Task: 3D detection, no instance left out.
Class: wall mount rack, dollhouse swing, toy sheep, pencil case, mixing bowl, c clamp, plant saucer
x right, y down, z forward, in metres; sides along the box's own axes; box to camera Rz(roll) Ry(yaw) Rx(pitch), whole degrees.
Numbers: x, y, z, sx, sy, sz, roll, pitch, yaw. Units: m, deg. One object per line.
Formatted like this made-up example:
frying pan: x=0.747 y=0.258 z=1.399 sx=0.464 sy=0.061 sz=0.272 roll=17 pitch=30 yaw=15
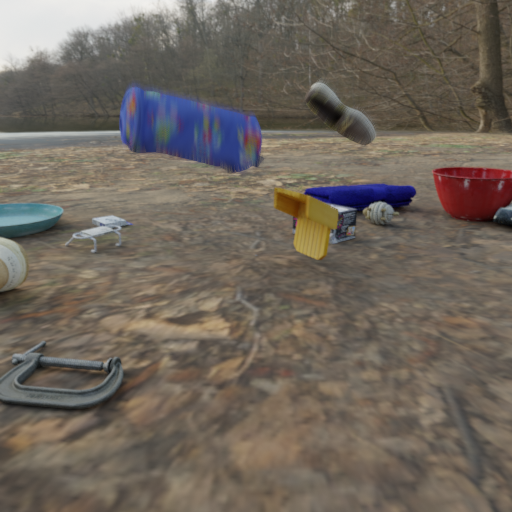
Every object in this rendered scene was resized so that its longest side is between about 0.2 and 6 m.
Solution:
wall mount rack: x=-3.159 y=-0.342 z=10.834 sx=0.913 sy=0.392 sz=1.050 roll=16 pitch=22 yaw=34
dollhouse swing: x=0.735 y=-0.536 z=9.474 sx=0.943 sy=0.912 sz=1.038 roll=19 pitch=5 yaw=-35
toy sheep: x=2.806 y=-0.954 z=12.632 sx=0.835 sy=0.575 sz=0.575 roll=13 pitch=20 yaw=34
pencil case: x=-1.160 y=-2.221 z=10.212 sx=2.641 sy=1.147 sz=1.030 roll=7 pitch=16 yaw=-30
mixing bowl: x=5.197 y=-1.447 z=13.295 sx=2.042 sy=1.106 sz=2.042 roll=0 pitch=15 yaw=0
c clamp: x=-1.988 y=1.180 z=5.777 sx=1.447 sy=0.196 sz=1.236 roll=4 pitch=17 yaw=16
plant saucer: x=-5.570 y=-0.763 z=12.299 sx=2.572 sy=0.352 sz=2.572 roll=-1 pitch=16 yaw=0

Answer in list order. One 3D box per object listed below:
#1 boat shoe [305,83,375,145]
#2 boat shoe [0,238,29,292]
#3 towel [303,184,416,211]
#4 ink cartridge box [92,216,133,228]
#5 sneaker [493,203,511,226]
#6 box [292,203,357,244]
boat shoe: x=1.860 y=-3.075 z=12.474 sx=1.842 sy=0.662 sz=0.548 roll=41 pitch=42 yaw=-6
boat shoe: x=-4.847 y=0.093 z=7.990 sx=2.886 sy=1.064 sz=0.998 roll=1 pitch=10 yaw=0
towel: x=2.648 y=-1.508 z=14.617 sx=2.466 sy=0.611 sz=1.821 roll=-5 pitch=10 yaw=-17
ink cartridge box: x=-3.256 y=-0.781 z=12.722 sx=0.702 sy=0.142 sz=0.700 roll=-13 pitch=21 yaw=-38
sneaker: x=6.233 y=-1.225 z=12.652 sx=2.377 sy=1.026 sz=0.923 roll=-11 pitch=19 yaw=-33
box: x=1.392 y=-0.713 z=11.546 sx=0.750 sy=0.651 sz=1.135 roll=-14 pitch=21 yaw=-39
